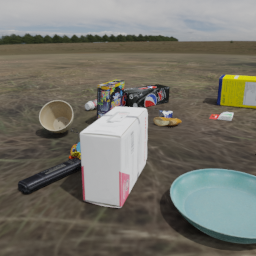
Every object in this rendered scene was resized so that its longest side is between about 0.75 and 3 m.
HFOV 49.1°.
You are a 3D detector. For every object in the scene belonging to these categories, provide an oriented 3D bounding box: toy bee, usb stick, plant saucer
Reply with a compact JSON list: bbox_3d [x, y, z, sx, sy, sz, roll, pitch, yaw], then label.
[{"bbox_3d":[-1.338,0.717,8.158,0.889,0.738,1.358,25,16,-37],"label":"toy bee"},{"bbox_3d":[-1.922,1.181,7.167,0.499,0.293,1.800,8,20,39],"label":"usb stick"},{"bbox_3d":[2.089,1.585,5.765,2.448,0.440,2.448,0,18,0],"label":"plant saucer"}]

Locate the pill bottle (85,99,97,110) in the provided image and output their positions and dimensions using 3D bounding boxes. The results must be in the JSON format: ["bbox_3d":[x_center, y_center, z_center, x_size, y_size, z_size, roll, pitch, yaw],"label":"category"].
[{"bbox_3d":[-1.688,-1.104,13.515,0.445,0.445,0.803,13,23,33],"label":"pill bottle"}]

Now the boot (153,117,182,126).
[{"bbox_3d":[1.603,-0.263,11.371,0.998,0.351,0.714,10,12,36],"label":"boot"}]

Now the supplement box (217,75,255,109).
[{"bbox_3d":[5.967,-1.856,14.191,2.588,1.409,1.417,9,21,23],"label":"supplement box"}]

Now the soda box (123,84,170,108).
[{"bbox_3d":[0.842,-1.614,14.312,2.766,0.876,0.979,-15,25,-34],"label":"soda box"}]

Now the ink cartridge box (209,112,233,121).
[{"bbox_3d":[4.100,-0.547,12.278,0.909,0.228,0.732,10,21,23],"label":"ink cartridge box"}]

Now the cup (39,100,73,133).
[{"bbox_3d":[-2.531,-0.292,10.255,1.199,1.199,0.857,0,-23,0],"label":"cup"}]

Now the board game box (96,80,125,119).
[{"bbox_3d":[-0.686,-1.178,11.381,0.463,1.349,1.632,11,21,21],"label":"board game box"}]

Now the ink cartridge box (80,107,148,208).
[{"bbox_3d":[-0.230,0.556,6.828,0.951,1.683,2.297,5,19,16],"label":"ink cartridge box"}]

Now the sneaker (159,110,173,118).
[{"bbox_3d":[1.689,-0.554,12.000,0.570,0.399,0.988,-4,18,-5],"label":"sneaker"}]
